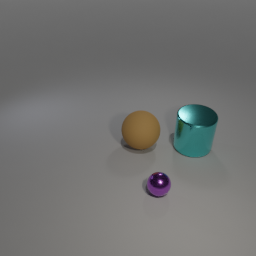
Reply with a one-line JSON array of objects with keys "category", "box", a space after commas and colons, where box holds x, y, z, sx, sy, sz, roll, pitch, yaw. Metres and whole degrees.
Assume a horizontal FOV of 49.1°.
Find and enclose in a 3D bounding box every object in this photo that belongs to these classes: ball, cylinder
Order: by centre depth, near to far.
[{"category": "ball", "box": [0.902, 1.630, 8.150, 0.700, 0.700, 0.700, 0, 29, 0]}, {"category": "cylinder", "box": [2.391, 0.089, 10.024, 1.400, 1.400, 1.400, 0, 37, 0]}, {"category": "ball", "box": [0.464, 0.068, 10.087, 1.400, 1.400, 1.400, 0, 29, 0]}]
